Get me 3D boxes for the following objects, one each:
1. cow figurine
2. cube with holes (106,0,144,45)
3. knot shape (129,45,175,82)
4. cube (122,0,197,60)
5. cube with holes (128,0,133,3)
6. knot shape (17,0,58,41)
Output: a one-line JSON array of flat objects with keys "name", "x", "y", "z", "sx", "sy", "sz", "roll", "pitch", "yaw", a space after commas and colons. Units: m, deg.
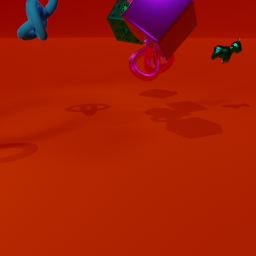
[{"name": "cow figurine", "x": 3.239, "y": -2.561, "z": 9.163, "sx": 0.896, "sy": 0.882, "sz": 0.492, "roll": 19, "pitch": 1, "yaw": -1}, {"name": "cube with holes", "x": 0.134, "y": -4.053, "z": 10.525, "sx": 1.180, "sy": 1.180, "sz": 1.180, "roll": 17, "pitch": -20, "yaw": 25}, {"name": "knot shape", "x": 0.685, "y": -2.105, "z": 7.992, "sx": 1.462, "sy": 1.368, "sz": 0.675, "roll": -22, "pitch": 29, "yaw": -36}, {"name": "cube", "x": 0.756, "y": -2.454, "z": 6.373, "sx": 1.122, "sy": 1.122, "sz": 1.122, "roll": 43, "pitch": 7, "yaw": 18}, {"name": "cube with holes", "x": 0.617, "y": -3.993, "z": 7.914, "sx": 1.008, "sy": 1.008, "sz": 1.008, "roll": -29, "pitch": 61, "yaw": -10}, {"name": "knot shape", "x": -2.705, "y": -3.157, "z": 8.255, "sx": 0.769, "sy": 1.557, "sz": 1.663, "roll": 18, "pitch": 55, "yaw": -29}]
